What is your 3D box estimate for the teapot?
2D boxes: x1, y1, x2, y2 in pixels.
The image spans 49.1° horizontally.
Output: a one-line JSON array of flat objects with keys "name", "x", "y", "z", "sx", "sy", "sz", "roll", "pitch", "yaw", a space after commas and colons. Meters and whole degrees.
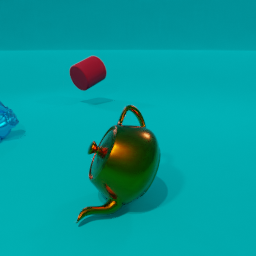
[{"name": "teapot", "x": -0.151, "y": 0.500, "z": 3.919, "sx": 0.904, "sy": 1.847, "sz": 1.149, "roll": 26, "pitch": -23, "yaw": -16}]

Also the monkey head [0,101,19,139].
[{"name": "monkey head", "x": -3.114, "y": -0.219, "z": 6.630, "sx": 0.761, "sy": 0.908, "sz": 1.262, "roll": -33, "pitch": 49, "yaw": -8}]

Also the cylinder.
[{"name": "cylinder", "x": -1.467, "y": -2.021, "z": 10.330, "sx": 0.990, "sy": 0.990, "sz": 0.990, "roll": 15, "pitch": 41, "yaw": 40}]
